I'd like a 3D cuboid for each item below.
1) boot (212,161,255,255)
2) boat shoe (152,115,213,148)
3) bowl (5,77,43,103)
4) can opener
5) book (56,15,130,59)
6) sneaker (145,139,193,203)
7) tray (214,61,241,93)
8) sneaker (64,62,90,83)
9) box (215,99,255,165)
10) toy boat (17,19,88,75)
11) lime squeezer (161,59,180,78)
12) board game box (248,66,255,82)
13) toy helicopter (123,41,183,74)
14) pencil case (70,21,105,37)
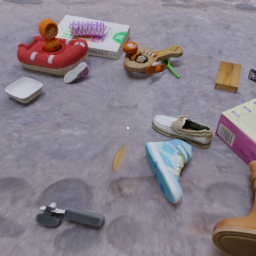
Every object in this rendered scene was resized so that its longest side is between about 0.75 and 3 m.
[{"bbox_3d":[2.974,1.590,6.020,2.884,1.063,2.231,8,45,-9],"label":"boot"},{"bbox_3d":[1.540,-0.063,7.958,1.794,0.613,0.670,20,48,19],"label":"boat shoe"},{"bbox_3d":[-3.419,-1.223,9.320,0.987,0.369,0.989,24,50,22],"label":"bowl"},{"bbox_3d":[-1.254,1.965,6.146,1.488,0.392,0.495,6,80,8],"label":"can opener"},{"bbox_3d":[-1.580,-3.793,11.812,2.950,0.709,1.971,11,49,9],"label":"book"},{"bbox_3d":[1.225,0.925,6.893,1.177,0.717,1.804,-13,47,-11],"label":"sneaker"},{"bbox_3d":[3.602,-1.869,10.046,0.749,0.281,1.518,15,46,14],"label":"tray"},{"bbox_3d":[-1.790,-1.887,10.044,0.991,0.565,0.359,-33,74,8],"label":"sneaker"},{"bbox_3d":[3.622,0.051,7.686,1.729,0.836,1.520,-22,49,-19],"label":"box"},{"bbox_3d":[-2.779,-3.096,10.229,2.674,1.748,1.745,12,46,12],"label":"toy boat"},{"bbox_3d":[1.586,-2.556,10.785,0.704,0.376,1.995,26,40,-20],"label":"lime squeezer"},{"bbox_3d":[5.316,-1.961,10.026,1.547,0.439,1.279,-30,50,-27],"label":"board game box"},{"bbox_3d":[1.006,-2.546,10.226,2.356,0.929,1.558,-18,49,-14],"label":"toy helicopter"},{"bbox_3d":[-1.633,-3.952,11.182,1.450,0.608,0.620,0,88,3],"label":"pencil case"}]
